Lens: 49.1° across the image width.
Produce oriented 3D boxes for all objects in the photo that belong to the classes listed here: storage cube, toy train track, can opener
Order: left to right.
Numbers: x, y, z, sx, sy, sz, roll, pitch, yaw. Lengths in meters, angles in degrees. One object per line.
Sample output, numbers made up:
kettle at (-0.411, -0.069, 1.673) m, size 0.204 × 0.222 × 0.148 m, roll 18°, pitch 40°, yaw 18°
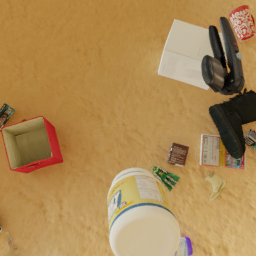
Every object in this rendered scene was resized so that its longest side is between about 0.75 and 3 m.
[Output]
toy train track at (-4.128, 4.227, 9.990) m, size 0.619 × 0.176 × 1.079 m, roll -26°, pitch 73°, yaw 2°
storage cube at (-3.363, 0.637, 10.071) m, size 1.501 × 1.578 × 1.756 m, roll -17°, pitch 77°, yaw -4°
can opener at (2.687, -2.094, 7.781) m, size 1.154 × 0.930 × 2.936 m, roll 37°, pitch 49°, yaw -34°

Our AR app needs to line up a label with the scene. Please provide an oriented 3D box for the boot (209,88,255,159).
boot at (4.351, -0.226, 10.613) m, size 1.933 × 0.873 × 2.358 m, roll -20°, pitch 78°, yaw -15°

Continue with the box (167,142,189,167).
box at (1.856, 1.012, 10.470) m, size 0.616 × 0.622 × 0.750 m, roll 15°, pitch 78°, yaw 3°

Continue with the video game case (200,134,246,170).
video game case at (3.642, 0.910, 10.738) m, size 1.698 × 0.148 × 1.214 m, roll 6°, pitch 77°, yaw 2°

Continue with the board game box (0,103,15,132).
board game box at (-4.828, -0.389, 10.751) m, size 0.147 × 0.706 × 1.044 m, roll 29°, pitch 78°, yaw 9°

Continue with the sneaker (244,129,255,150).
sneaker at (5.151, 0.652, 10.623) m, size 1.489 × 0.554 × 0.652 m, roll 41°, pitch 60°, yaw 0°

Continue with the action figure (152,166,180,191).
action figure at (1.328, 1.788, 10.482) m, size 1.105 × 0.302 × 0.653 m, roll 36°, pitch 83°, yaw 11°

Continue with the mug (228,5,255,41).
mug at (4.899, -4.346, 11.615) m, size 1.091 × 0.820 × 1.229 m, roll -15°, pitch 81°, yaw -2°

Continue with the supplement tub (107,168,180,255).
supplement tub at (0.313, 2.297, 7.678) m, size 1.733 × 2.395 × 1.733 m, roll -2°, pitch 110°, yaw -6°

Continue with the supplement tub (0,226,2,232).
supplement tub at (-5.029, 3.329, 9.909) m, size 0.694 × 0.694 × 1.133 m, roll -34°, pitch 79°, yaw -7°

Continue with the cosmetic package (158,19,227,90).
cosmetic package at (2.403, -2.670, 10.515) m, size 2.153 × 2.146 × 1.323 m, roll 17°, pitch 78°, yaw 3°

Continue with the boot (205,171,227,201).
boot at (3.102, 2.132, 10.359) m, size 0.738 × 0.345 × 0.949 m, roll 39°, pitch 79°, yaw 8°

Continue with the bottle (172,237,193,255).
bottle at (1.475, 4.230, 9.803) m, size 1.508 × 0.492 × 0.630 m, roll -7°, pitch 79°, yaw -2°
